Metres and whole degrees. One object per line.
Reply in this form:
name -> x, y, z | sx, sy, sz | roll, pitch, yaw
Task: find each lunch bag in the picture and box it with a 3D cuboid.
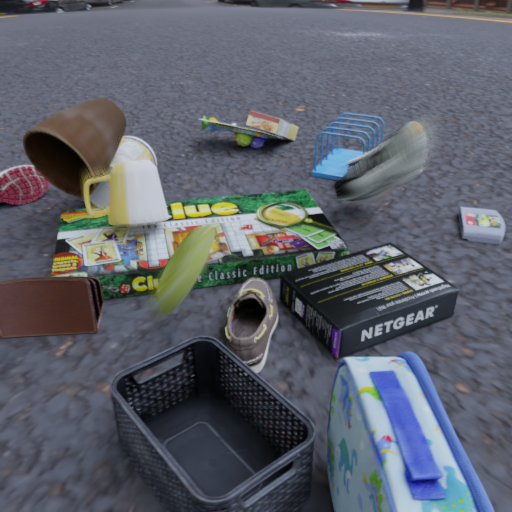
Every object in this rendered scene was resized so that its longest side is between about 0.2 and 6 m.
lunch bag -> 1.366, 2.258, 5.373 | 1.019, 1.987, 2.472 | -3, 30, -4

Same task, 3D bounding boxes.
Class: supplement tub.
supplement tub -> -3.194, -1.946, 13.175 | 1.315, 1.315, 1.818 | 4, 30, 7

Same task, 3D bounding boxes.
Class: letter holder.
letter holder -> -3.346, 0.634, 9.022 | 1.531, 1.088, 0.770 | -3, 31, -4

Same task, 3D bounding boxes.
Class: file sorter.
file sorter -> 2.485, -2.912, 14.913 | 1.390, 1.229, 2.004 | 13, 33, 22

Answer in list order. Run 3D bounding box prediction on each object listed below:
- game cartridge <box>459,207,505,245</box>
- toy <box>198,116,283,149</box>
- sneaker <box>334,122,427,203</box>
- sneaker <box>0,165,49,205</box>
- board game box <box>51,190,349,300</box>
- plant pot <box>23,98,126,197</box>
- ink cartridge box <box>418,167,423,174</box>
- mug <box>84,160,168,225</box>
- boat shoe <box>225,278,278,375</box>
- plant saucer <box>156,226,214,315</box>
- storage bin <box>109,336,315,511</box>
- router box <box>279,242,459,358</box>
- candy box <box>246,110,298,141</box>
game cartridge -> 4.874, -0.676, 12.094 | 0.883, 0.271, 1.327 | 10, 32, 10
toy -> -0.447, -3.519, 16.408 | 2.431, 0.574, 1.400 | 16, 12, 1
sneaker -> 2.529, -1.812, 11.706 | 1.124, 2.563, 0.970 | -5, 66, -22
sneaker -> -6.023, -1.642, 13.063 | 2.296, 0.925, 0.857 | -19, 33, -28
board game box -> -1.175, -0.329, 11.174 | 5.387, 0.632, 2.822 | -7, 29, -12
plant pot -> -3.521, -2.425, 11.564 | 1.667, 1.667, 1.783 | 15, 53, 23
ink cartridge box -> 4.157, -2.379, 15.050 | 0.582, 0.181, 0.723 | 19, 37, 29
mug -> -2.387, -1.200, 10.568 | 1.403, 1.152, 1.124 | -12, 11, -41
boat shoe -> -0.074, 0.934, 8.932 | 0.792, 0.656, 2.205 | 4, 31, 7
plant saucer -> -1.111, 0.161, 8.391 | 0.233, 1.500, 1.500 | 29, 26, -17
storage bin -> -0.550, 2.116, 6.556 | 1.525, 1.057, 2.255 | -22, 36, -32
router box -> 1.859, 0.647, 9.454 | 2.409, 0.615, 1.797 | -15, 34, -23
candy box -> 0.500, -3.815, 16.477 | 0.979, 0.469, 1.695 | 21, 12, 20
